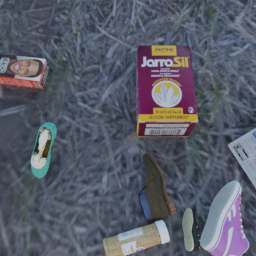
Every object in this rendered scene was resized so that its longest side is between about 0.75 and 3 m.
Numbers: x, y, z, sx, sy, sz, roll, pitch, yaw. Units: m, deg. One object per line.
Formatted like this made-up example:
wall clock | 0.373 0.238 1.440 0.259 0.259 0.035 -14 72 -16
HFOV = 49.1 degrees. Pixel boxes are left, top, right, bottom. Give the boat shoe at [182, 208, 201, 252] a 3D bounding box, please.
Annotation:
boat shoe | 1.852 2.942 8.130 0.373 0.435 1.190 16 57 -26

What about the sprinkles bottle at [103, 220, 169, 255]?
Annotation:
sprinkles bottle | 0.233 3.163 7.904 1.805 0.616 0.616 -16 69 -5

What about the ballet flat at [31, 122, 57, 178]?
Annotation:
ballet flat | -2.631 0.682 8.459 0.600 0.627 1.782 15 92 5

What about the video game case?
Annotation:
video game case | 4.427 0.904 8.511 1.876 0.226 2.058 -35 69 21

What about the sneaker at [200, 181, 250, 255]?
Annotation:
sneaker | 3.017 2.716 8.098 1.263 0.803 2.216 33 69 -5

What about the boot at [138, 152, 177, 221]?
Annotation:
boot | 0.630 1.763 8.383 0.972 0.749 2.006 -21 72 -10

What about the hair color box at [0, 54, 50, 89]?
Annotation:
hair color box | -3.881 -2.020 9.947 1.913 0.586 0.971 7 68 2

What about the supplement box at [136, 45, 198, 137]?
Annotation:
supplement box | 1.170 -1.176 9.168 1.798 1.418 2.747 -1 69 0
